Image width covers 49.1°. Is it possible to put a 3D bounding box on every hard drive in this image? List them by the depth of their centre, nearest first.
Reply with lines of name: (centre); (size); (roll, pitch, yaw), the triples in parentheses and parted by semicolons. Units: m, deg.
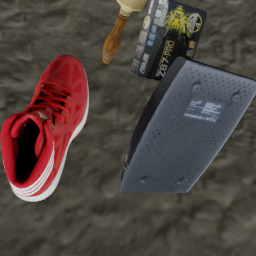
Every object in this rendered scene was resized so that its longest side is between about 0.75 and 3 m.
hard drive: (0.954, 0.083, 5.008); (1.790, 2.654, 0.562); (8, 33, -28)

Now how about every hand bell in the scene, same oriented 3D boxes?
hand bell: (-0.099, -2.157, 5.565); (1.064, 2.044, 1.064); (15, 43, -15)

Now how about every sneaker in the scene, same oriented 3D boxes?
sneaker: (-1.104, -0.241, 4.224); (1.016, 1.498, 2.593); (11, 70, -10)

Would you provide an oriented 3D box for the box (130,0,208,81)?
box: (0.767, -1.618, 5.322); (1.165, 1.445, 0.355); (5, 23, -28)
